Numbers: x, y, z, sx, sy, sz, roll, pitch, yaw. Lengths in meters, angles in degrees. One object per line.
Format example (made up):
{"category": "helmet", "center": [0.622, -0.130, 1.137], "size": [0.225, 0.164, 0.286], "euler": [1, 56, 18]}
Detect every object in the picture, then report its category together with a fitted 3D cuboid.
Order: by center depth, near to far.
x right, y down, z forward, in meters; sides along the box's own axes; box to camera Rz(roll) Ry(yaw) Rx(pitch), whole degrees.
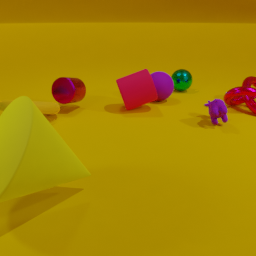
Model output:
{"category": "cone", "center": [-1.119, 0.510, 4.084], "size": [1.480, 1.475, 1.475], "euler": [26, 3, -39]}
{"category": "cow figurine", "center": [2.340, -0.537, 7.435], "size": [0.502, 0.914, 0.900], "euler": [-13, 57, 10]}
{"category": "ring", "center": [-2.658, -0.563, 7.603], "size": [1.581, 0.316, 1.581], "euler": [3, 3, 0]}
{"category": "cylinder", "center": [-1.753, -1.122, 8.350], "size": [0.769, 0.769, 0.769], "euler": [7, 11, 16]}
{"category": "cylinder", "center": [0.259, -1.143, 8.375], "size": [0.983, 0.983, 0.983], "euler": [-20, 24, 0]}
{"category": "knot shape", "center": [3.935, -1.031, 8.506], "size": [1.780, 0.823, 1.666], "euler": [12, 30, 31]}
{"category": "ball", "center": [1.028, -1.378, 9.260], "size": [0.964, 0.964, 0.964], "euler": [0, 22, 0]}
{"category": "ball", "center": [1.993, -1.783, 10.442], "size": [0.818, 0.818, 0.818], "euler": [0, 22, 0]}
